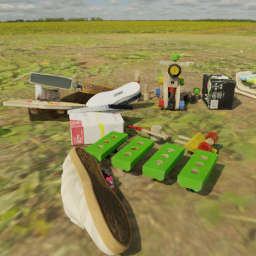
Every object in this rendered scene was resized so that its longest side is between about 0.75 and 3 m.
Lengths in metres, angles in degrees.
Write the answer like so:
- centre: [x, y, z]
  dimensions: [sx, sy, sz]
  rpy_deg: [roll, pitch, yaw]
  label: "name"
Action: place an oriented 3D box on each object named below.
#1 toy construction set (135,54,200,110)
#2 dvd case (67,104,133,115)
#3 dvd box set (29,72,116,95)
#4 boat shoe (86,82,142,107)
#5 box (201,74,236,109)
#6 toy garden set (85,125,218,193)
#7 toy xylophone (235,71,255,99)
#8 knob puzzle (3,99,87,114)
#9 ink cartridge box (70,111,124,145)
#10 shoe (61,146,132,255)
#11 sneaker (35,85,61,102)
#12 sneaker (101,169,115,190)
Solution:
- centre: [1.393, -1.973, 11.105]
  dimensions: [2.604, 2.001, 2.172]
  rpy_deg: [10, 25, 24]
  label: "toy construction set"
- centre: [-0.899, -0.579, 9.113]
  dimensions: [1.771, 0.155, 1.264]
  rpy_deg: [-6, -2, 35]
  label: "dvd case"
- centre: [-2.118, -1.705, 11.298]
  dimensions: [2.120, 0.426, 2.898]
  rpy_deg: [13, 6, 29]
  label: "dvd box set"
- centre: [-0.491, -1.004, 10.458]
  dimensions: [2.126, 0.721, 0.763]
  rpy_deg: [-24, 54, -1]
  label: "boat shoe"
- centre: [3.517, -1.461, 11.038]
  dimensions: [0.920, 1.099, 1.480]
  rpy_deg: [1, 23, 2]
  label: "box"
- centre: [0.765, 0.601, 6.927]
  dimensions: [2.813, 0.561, 2.345]
  rpy_deg: [12, 27, 28]
  label: "toy garden set"
- centre: [6.018, -1.864, 12.470]
  dimensions: [2.129, 0.731, 2.908]
  rpy_deg: [-17, 28, -33]
  label: "toy xylophone"
- centre: [-2.744, -0.710, 9.953]
  dimensions: [2.800, 0.388, 2.800]
  rpy_deg: [4, 7, 0]
  label: "knob puzzle"
- centre: [-0.934, -0.028, 8.246]
  dimensions: [1.482, 0.618, 1.076]
  rpy_deg: [-5, 23, -11]
  label: "ink cartridge box"
- centre: [-0.706, 1.301, 5.110]
  dimensions: [0.733, 0.961, 2.747]
  rpy_deg: [-46, 31, 3]
  label: "shoe"
- centre: [-3.100, -1.346, 10.933]
  dimensions: [0.907, 0.593, 1.578]
  rpy_deg: [-4, -3, -13]
  label: "sneaker"
- centre: [-0.535, 1.044, 6.103]
  dimensions: [0.341, 0.315, 0.845]
  rpy_deg: [-14, 26, -30]
  label: "sneaker"
